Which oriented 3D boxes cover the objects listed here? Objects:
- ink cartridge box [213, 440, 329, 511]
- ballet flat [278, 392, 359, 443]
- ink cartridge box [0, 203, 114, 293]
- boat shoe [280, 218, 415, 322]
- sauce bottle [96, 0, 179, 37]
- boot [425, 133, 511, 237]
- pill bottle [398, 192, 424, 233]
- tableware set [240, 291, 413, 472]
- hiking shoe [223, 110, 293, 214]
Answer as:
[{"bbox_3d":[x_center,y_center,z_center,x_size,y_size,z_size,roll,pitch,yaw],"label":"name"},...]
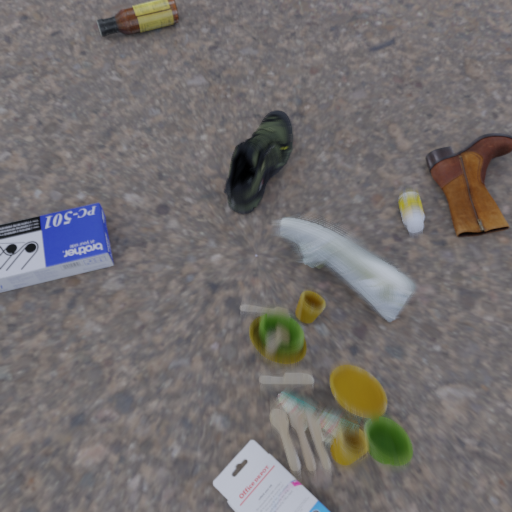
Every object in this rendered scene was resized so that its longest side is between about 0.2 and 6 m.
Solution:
[{"bbox_3d":[0.245,3.928,8.943,1.730,0.587,0.996,39,68,20],"label":"ink cartridge box"},{"bbox_3d":[1.010,2.836,9.556,1.560,0.590,0.499,20,83,23],"label":"ballet flat"},{"bbox_3d":[-4.313,-0.141,11.211,2.668,0.590,1.254,-14,63,-8],"label":"ink cartridge box"},{"bbox_3d":[1.617,0.170,10.816,2.858,1.053,0.916,31,90,9],"label":"boat shoe"},{"bbox_3d":[-3.065,-6.157,14.521,2.071,0.684,0.684,-16,62,-10],"label":"sauce bottle"},{"bbox_3d":[4.889,-1.524,11.918,2.002,0.728,2.127,-11,62,-7],"label":"boot"},{"bbox_3d":[3.258,-0.905,11.701,0.448,0.448,0.799,-3,58,-1],"label":"pill bottle"},{"bbox_3d":[1.177,1.941,9.438,2.347,0.535,3.483,7,39,-24],"label":"tableware set"},{"bbox_3d":[0.083,-2.103,11.707,0.918,1.221,2.425,21,78,14],"label":"hiking shoe"}]
